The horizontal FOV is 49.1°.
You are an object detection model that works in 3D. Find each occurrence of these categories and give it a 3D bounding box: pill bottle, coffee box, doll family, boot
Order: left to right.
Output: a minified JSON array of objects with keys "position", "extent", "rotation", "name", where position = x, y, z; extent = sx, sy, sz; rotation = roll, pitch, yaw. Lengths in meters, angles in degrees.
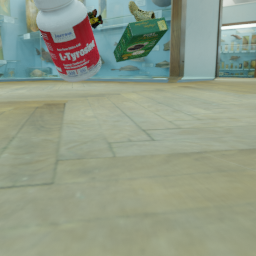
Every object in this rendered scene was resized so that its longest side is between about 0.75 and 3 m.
[{"position":[-1.810,-2.836,8.451],"extent":[1.485,2.646,1.485],"rotation":[-7,47,8],"name":"pill bottle"},{"position":[-1.507,-4.306,11.233],"extent":[1.050,0.713,1.816],"rotation":[-25,24,-2],"name":"doll family"},{"position":[0.352,-2.825,9.143],"extent":[1.264,0.452,2.055],"rotation":[-16,-5,-16],"name":"coffee box"},{"position":[0.485,-3.872,9.375],"extent":[0.738,0.346,0.950],"rotation":[17,-19,36],"name":"boot"}]
